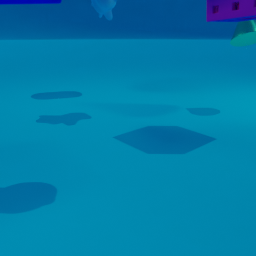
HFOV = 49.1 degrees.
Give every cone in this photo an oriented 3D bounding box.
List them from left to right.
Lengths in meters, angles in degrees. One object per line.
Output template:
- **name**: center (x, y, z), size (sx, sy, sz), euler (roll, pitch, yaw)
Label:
- **cone**: center (3.350, -2.972, 7.930), size (0.979, 0.983, 0.979), euler (-4, -7, -1)

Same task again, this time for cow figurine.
- **cow figurine**: center (-0.122, -3.477, 6.944), size (1.618, 0.888, 1.592), euler (-34, 2, -39)

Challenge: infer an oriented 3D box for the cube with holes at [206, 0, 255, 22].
- **cube with holes**: center (2.426, -2.806, 5.465), size (1.249, 1.249, 1.249), euler (-18, 21, -39)

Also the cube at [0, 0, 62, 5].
- **cube**: center (-1.668, -2.745, 4.290), size (1.137, 1.137, 1.137), euler (-15, 67, -28)
